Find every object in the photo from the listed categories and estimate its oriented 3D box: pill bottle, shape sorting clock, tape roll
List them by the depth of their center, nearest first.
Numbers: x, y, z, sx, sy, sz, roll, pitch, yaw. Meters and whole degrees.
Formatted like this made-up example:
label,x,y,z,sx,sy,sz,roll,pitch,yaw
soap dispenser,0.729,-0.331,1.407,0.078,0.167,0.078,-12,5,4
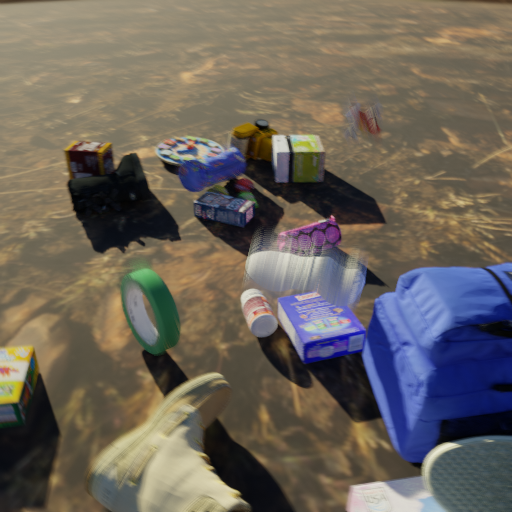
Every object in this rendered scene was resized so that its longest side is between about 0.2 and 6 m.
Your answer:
label,x,y,z,sx,sy,sz,roll,pitch,yaw
tape roll,-1.666,0.869,8.720,0.311,1.294,1.294,-19,36,-36
pill bottle,0.023,0.943,9.450,0.464,0.464,0.847,-8,33,-12
shape sorting clock,-1.876,-2.983,15.844,1.923,0.377,1.923,0,32,0

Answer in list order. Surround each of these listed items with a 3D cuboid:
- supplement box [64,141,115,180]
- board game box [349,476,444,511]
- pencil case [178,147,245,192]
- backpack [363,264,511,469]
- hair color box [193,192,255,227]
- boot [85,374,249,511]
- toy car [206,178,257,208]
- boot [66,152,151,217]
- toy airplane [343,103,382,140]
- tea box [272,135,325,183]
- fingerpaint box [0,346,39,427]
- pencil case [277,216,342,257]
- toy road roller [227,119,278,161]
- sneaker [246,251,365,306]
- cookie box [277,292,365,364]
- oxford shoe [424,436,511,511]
label,x,y,z,sx,sy,sz,roll,pitch,yaw
supplement box,-4.190,-2.324,14.212,0.996,0.982,0.661,5,32,8
board game box,2.469,3.299,5.587,2.437,0.529,2.425,-5,31,-9
pencil case,-1.017,-2.143,13.824,0.874,0.785,2.011,-12,11,35
backpack,3.073,1.320,7.213,2.714,2.278,2.206,0,39,-7
hair color box,-0.728,-1.072,12.766,1.271,0.385,0.636,13,34,20
boot,-0.663,2.467,6.680,1.697,0.794,2.183,24,40,34
toy car,-0.409,-1.497,13.505,1.396,0.311,1.314,-19,36,-28
boot,-3.615,-1.770,13.554,1.822,0.823,2.224,-13,35,-14
toy airplane,2.155,-2.706,11.296,0.757,0.534,0.754,-3,66,23
tea box,1.094,-2.556,14.692,1.263,0.858,1.284,-1,32,-3
fingerpaint box,-3.900,1.872,7.917,1.360,0.499,1.135,-4,33,-8
pencil case,1.069,-0.362,11.403,1.326,0.621,0.602,-18,36,-26
toy road roller,0.042,-3.074,15.528,1.510,0.928,1.102,-27,53,-37
sneaker,0.747,0.213,8.239,1.788,0.716,0.629,12,62,-7
cookie box,1.040,1.110,9.171,1.062,0.466,1.241,-9,33,-14
oxford shoe,3.190,2.408,5.871,2.776,1.044,0.802,-3,-12,9
